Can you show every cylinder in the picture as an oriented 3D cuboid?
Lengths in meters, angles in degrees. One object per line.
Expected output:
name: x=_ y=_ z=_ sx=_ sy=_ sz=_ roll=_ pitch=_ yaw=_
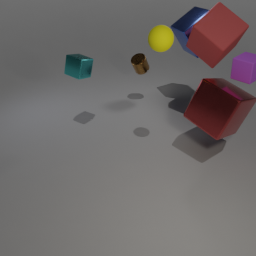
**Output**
cylinder: x=0.557 y=-2.919 z=12.779 sx=0.700 sy=0.700 sz=0.700 roll=-10 pitch=58 yaw=16

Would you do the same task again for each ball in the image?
ball: x=0.886 y=-2.414 z=7.570 sx=0.700 sy=0.700 sz=0.700 roll=0 pitch=30 yaw=0

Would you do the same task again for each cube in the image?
cube: x=3.751 y=-1.891 z=8.786 sx=0.700 sy=0.700 sz=0.700 roll=-29 pitch=41 yaw=-29
cube: x=2.956 y=-4.147 z=12.098 sx=1.400 sy=1.400 sz=1.400 roll=-38 pitch=33 yaw=6
cube: x=-1.755 y=-2.202 z=9.998 sx=0.700 sy=0.700 sz=0.700 roll=24 pitch=27 yaw=22
cube: x=3.225 y=-3.367 z=10.301 sx=1.400 sy=1.400 sz=1.400 roll=-44 pitch=80 yaw=-9
cube: x=2.926 y=-0.656 z=8.947 sx=1.400 sy=1.400 sz=1.400 roll=-11 pitch=43 yaw=-46
